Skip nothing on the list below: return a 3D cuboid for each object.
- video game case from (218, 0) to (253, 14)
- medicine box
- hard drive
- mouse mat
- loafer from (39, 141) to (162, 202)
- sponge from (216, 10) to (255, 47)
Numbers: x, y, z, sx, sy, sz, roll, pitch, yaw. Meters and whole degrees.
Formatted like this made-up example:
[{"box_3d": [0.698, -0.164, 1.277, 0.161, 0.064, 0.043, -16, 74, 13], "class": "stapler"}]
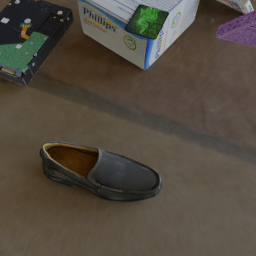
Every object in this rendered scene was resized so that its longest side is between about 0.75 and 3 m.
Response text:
[{"box_3d": [2.976, -4.247, 8.946, 2.052, 0.236, 1.870, 36, 25, 17], "class": "video game case"}, {"box_3d": [0.380, -3.661, 8.571, 2.584, 1.460, 2.837, 35, 68, 17], "class": "medicine box"}, {"box_3d": [-3.260, -2.813, 8.637, 2.061, 0.558, 2.950, 20, 63, 10], "class": "hard drive"}, {"box_3d": [0.498, -2.772, 7.272, 0.876, 0.041, 1.089, 21, 64, 10], "class": "mouse mat"}, {"box_3d": [-0.632, 0.967, 6.322, 2.884, 1.042, 1.050, 9, 61, 4], "class": "loafer"}, {"box_3d": [2.897, -2.107, 5.670, 1.095, 1.964, 0.293, 6, 88, -25], "class": "sponge"}]
